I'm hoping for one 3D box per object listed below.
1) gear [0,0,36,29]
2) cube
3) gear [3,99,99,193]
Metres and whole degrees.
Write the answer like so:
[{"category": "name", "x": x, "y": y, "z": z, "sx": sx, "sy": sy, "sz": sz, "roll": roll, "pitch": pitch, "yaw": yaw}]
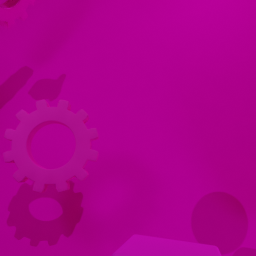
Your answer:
[{"category": "gear", "x": -2.612, "y": -2.975, "z": 5.760, "sx": 0.320, "sy": 1.729, "sz": 1.729, "roll": 24, "pitch": 67, "yaw": 19}, {"category": "cube", "x": 0.500, "y": 2.190, "z": 3.509, "sx": 1.284, "sy": 1.284, "sz": 1.284, "roll": 3, "pitch": 80, "yaw": 13}, {"category": "gear", "x": -1.321, "y": 0.310, "z": 4.924, "sx": 1.603, "sy": 0.297, "sz": 1.603, "roll": 1, "pitch": 81, "yaw": -3}]
